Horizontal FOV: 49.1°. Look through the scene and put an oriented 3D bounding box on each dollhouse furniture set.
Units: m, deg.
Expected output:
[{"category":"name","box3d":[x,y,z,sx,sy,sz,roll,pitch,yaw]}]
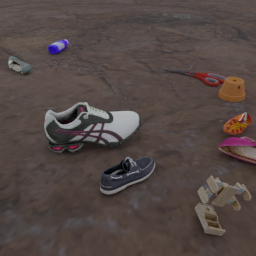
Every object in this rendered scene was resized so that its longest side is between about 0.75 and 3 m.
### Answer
[{"category":"dollhouse furniture set","box3d":[1.777,1.505,5.358,0.859,0.936,0.609,18,30,-24]}]

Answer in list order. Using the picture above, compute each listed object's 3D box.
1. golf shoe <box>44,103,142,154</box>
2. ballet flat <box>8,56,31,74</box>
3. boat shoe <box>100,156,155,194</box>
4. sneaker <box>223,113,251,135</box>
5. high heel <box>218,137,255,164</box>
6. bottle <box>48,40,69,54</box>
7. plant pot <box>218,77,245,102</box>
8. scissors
[{"category":"golf shoe","box3d":[-0.882,-0.107,7.556,2.685,1.182,1.036,-13,43,-13]},{"category":"ballet flat","box3d":[-5.015,-2.808,12.524,1.679,0.566,0.535,24,45,31]},{"category":"boat shoe","box3d":[0.035,0.974,6.608,1.641,0.515,0.596,-23,30,-36]},{"category":"sneaker","box3d":[3.179,-0.061,8.307,1.350,0.493,0.521,-19,-8,-41]},{"category":"high heel","box3d":[3.286,0.718,6.811,1.016,0.713,2.118,-11,29,-31]},{"category":"bottle","box3d":[-3.693,-4.405,15.064,0.599,0.468,1.435,10,34,17]},{"category":"plant pot","box3d":[3.869,-1.460,10.328,0.944,0.660,0.944,-1,33,1]},{"category":"scissors","box3d":[2.897,-2.340,12.183,1.038,0.198,2.838,-30,42,-34]}]
